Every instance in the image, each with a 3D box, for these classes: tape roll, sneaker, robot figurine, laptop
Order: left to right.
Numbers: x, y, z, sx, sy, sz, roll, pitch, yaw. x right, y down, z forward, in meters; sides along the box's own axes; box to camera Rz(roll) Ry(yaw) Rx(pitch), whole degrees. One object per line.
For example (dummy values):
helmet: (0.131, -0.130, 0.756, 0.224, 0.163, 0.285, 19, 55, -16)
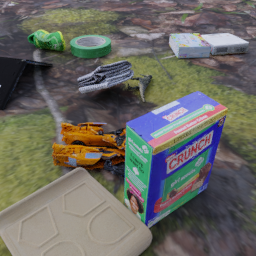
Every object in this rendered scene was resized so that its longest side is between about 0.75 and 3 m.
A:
laptop: (-4.520, -1.691, 9.701, 2.620, 1.527, 2.956, 8, 63, 11)
sneaker: (-3.431, -3.619, 11.842, 2.230, 0.826, 0.932, 21, 44, 39)
tape roll: (-1.573, -3.484, 11.899, 1.721, 0.414, 1.721, 0, 37, 0)
robot figurine: (-0.533, 0.404, 6.460, 2.197, 0.640, 1.593, 1, 38, 1)

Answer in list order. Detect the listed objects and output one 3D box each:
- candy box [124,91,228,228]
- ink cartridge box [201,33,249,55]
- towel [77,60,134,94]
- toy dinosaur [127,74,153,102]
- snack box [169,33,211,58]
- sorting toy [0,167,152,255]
candy box: (0.800, 0.581, 5.046, 1.717, 2.030, 0.782, -24, 43, -29)
ink cartridge box: (4.063, -3.697, 12.259, 1.562, 0.483, 1.926, -7, 29, -8)
towel: (-0.709, -1.593, 8.619, 1.227, 0.634, 1.481, -6, 17, 42)
toy dinosaur: (0.374, -1.443, 9.202, 0.737, 0.397, 1.672, 13, 41, 6)
snack box: (2.557, -3.477, 11.773, 1.344, 0.539, 1.594, -2, 36, -5)
sorting toy: (-1.272, 1.976, 4.631, 2.828, 0.379, 2.107, -29, 50, -33)
